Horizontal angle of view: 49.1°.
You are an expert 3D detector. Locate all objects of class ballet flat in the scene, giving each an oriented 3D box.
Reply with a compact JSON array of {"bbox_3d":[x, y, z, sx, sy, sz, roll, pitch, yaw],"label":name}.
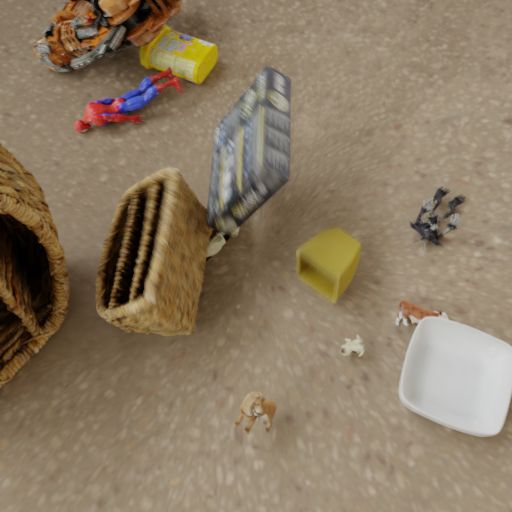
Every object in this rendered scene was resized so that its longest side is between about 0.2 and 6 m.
[{"bbox_3d":[-0.708,-0.378,10.666,1.617,0.548,0.585,-46,31,-21],"label":"ballet flat"}]

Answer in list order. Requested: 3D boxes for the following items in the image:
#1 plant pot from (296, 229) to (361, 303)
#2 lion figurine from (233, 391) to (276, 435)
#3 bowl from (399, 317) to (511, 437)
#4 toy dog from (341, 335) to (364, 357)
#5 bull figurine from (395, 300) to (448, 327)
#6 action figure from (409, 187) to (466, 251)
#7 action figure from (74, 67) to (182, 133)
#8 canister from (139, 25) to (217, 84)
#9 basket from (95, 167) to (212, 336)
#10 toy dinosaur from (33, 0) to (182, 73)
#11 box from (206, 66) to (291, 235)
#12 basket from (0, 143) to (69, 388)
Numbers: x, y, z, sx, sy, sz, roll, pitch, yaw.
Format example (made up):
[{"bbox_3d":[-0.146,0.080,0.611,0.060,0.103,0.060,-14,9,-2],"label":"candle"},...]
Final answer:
[{"bbox_3d":[1.361,0.085,9.956,0.910,0.916,0.937,37,67,24],"label":"plant pot"},{"bbox_3d":[0.053,2.377,8.629,0.401,1.106,0.677,30,93,25],"label":"lion figurine"},{"bbox_3d":[3.244,2.019,9.248,1.709,0.638,1.706,21,64,10],"label":"bowl"},{"bbox_3d":[1.631,1.574,9.539,0.390,0.272,0.378,-23,62,17],"label":"toy dog"},{"bbox_3d":[2.951,1.133,9.990,0.918,0.299,0.557,23,68,18],"label":"bull figurine"},{"bbox_3d":[3.526,-0.766,10.903,0.820,0.704,1.380,33,63,6],"label":"action figure"},{"bbox_3d":[-2.887,-3.365,12.491,2.498,0.646,0.817,-26,57,-9],"label":"action figure"},{"bbox_3d":[-1.817,-4.765,13.284,1.524,0.660,1.132,23,62,12],"label":"canister"},{"bbox_3d":[-1.953,-0.054,9.520,1.777,1.855,2.490,2,69,17],"label":"basket"},{"bbox_3d":[-2.789,-5.691,12.664,5.005,2.556,3.397,-1,59,9],"label":"toy dinosaur"},{"bbox_3d":[-0.151,-1.789,9.572,0.570,1.870,2.321,19,54,-25],"label":"box"},{"bbox_3d":[-4.286,0.412,8.311,2.823,3.956,2.947,-17,58,-11],"label":"basket"}]
